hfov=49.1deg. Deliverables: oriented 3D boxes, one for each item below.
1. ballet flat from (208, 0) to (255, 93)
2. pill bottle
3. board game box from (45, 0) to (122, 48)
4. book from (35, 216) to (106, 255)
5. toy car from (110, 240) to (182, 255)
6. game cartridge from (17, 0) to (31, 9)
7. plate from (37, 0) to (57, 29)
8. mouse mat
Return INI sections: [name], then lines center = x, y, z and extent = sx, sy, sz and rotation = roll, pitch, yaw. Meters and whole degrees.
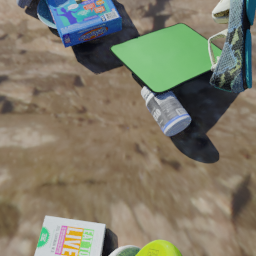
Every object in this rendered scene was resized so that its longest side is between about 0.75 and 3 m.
[ballet flat]
center = 1.506, -1.466, 4.075
extent = 0.711, 0.711, 1.914
rotation = 8, 82, 4
[pill bottle]
center = 0.902, -0.513, 6.903
extent = 0.742, 0.742, 1.305
rotation = -26, 66, -12
[board game box]
center = -1.416, -3.600, 8.278
extent = 1.764, 0.522, 2.319
rotation = -20, 66, -9
[book]
center = -1.166, 2.351, 5.782
extent = 1.303, 0.313, 0.870
rotation = 6, 60, 4
[toy car]
center = 0.577, 3.249, 4.556
extent = 1.907, 2.225, 2.543
rotation = 30, 62, -24
[game cartridge]
center = -2.729, -5.079, 8.629
extent = 0.511, 1.639, 2.461
rotation = 22, 65, -21
[plate]
center = -1.868, -3.687, 8.731
extent = 1.864, 0.238, 1.864
rotation = 0, 64, 0
[mouse mat]
center = 1.159, -2.004, 7.571
extent = 2.768, 0.104, 2.227
rotation = -26, 57, -22
